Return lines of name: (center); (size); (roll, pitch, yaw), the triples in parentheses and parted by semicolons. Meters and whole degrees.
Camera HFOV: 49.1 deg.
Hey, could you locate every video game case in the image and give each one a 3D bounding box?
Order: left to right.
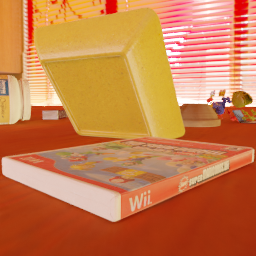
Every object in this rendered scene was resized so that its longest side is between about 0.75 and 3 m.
video game case: (0.140, 0.401, 3.508); (1.895, 0.231, 2.650); (5, 8, 43)

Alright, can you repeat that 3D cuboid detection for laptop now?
laptop: (4.581, -0.446, 10.860); (0.822, 0.476, 0.769); (5, 8, 43)

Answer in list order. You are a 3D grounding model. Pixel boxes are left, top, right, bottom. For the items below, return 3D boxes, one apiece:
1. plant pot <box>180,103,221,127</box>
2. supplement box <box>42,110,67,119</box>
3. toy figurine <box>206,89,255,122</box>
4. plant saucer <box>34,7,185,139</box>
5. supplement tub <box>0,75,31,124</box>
plant pot: (2.365, -0.493, 9.804); (1.705, 0.787, 1.705); (1, 6, 0)
supplement box: (-3.411, -0.645, 13.176); (0.729, 0.408, 1.340); (0, 6, 8)
toy figurine: (3.530, -0.538, 11.017); (1.612, 1.419, 2.691); (-31, 12, -11)
plant saucer: (-0.488, -0.756, 5.811); (2.844, 2.843, 0.689); (3, 41, 29)
supplement tub: (-4.761, -0.987, 9.768); (2.434, 1.761, 1.761); (-3, 7, -26)
